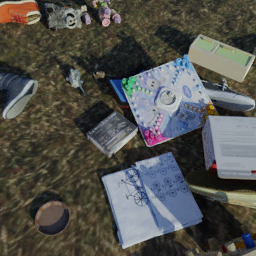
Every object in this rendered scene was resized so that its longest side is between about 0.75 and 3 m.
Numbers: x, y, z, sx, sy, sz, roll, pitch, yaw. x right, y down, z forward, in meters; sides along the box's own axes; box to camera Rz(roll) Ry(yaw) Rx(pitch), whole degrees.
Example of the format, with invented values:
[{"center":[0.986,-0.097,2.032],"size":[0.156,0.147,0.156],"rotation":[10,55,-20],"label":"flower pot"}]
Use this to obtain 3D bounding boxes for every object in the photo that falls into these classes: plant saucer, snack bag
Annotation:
[{"center":[-2.172,2.628,8.132],"size":[1.001,0.172,1.001],"rotation":[0,55,-1],"label":"plant saucer"},{"center":[0.625,2.050,8.465],"size":[2.532,0.271,2.387],"rotation":[-15,57,-10],"label":"snack bag"}]

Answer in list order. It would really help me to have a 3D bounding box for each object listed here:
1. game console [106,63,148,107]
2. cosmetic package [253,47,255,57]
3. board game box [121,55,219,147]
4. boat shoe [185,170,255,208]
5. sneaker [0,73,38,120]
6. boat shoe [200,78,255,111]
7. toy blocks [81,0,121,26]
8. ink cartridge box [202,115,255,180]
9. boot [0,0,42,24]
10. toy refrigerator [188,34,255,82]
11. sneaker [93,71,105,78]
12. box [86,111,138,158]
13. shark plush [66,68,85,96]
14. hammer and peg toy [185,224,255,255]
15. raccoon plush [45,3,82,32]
[{"center":[0.203,-1.644,10.504],"size":[1.404,0.967,1.629],"rotation":[-40,58,19],"label":"game console"},{"center":[6.134,-3.306,12.003],"size":[1.277,0.467,0.661],"rotation":[-18,58,-11],"label":"cosmetic package"},{"center":[1.429,-1.043,9.871],"size":[2.703,0.350,2.702],"rotation":[-21,73,-2],"label":"board game box"},{"center":[3.050,1.901,8.276],"size":[2.732,0.859,0.996],"rotation":[5,29,5],"label":"boat shoe"},{"center":[-4.460,-1.240,10.321],"size":[1.460,0.768,2.020],"rotation":[20,48,1],"label":"sneaker"},{"center":[3.403,-1.310,10.367],"size":[2.528,0.933,0.863],"rotation":[13,70,20],"label":"boat shoe"},{"center":[-1.149,-5.390,12.723],"size":[1.743,1.629,1.467],"rotation":[-16,54,-14],"label":"toy blocks"},{"center":[3.771,0.810,8.825],"size":[2.515,1.055,2.208],"rotation":[3,56,2],"label":"ink cartridge box"},{"center":[-5.253,-5.332,13.192],"size":[2.303,0.864,1.235],"rotation":[-23,64,-16],"label":"boot"},{"center":[3.779,-2.905,11.489],"size":[2.441,0.854,0.927],"rotation":[29,61,19],"label":"toy refrigerator"},{"center":[-1.235,-2.144,10.965],"size":[0.346,0.916,0.323],"rotation":[15,90,-31],"label":"sneaker"},{"center":[-0.539,0.178,9.691],"size":[1.132,0.345,1.429],"rotation":[38,64,23],"label":"box"},{"center":[-1.947,-1.868,11.060],"size":[0.550,0.600,1.321],"rotation":[-4,44,-41],"label":"shark plush"},{"center":[2.633,3.113,6.997],"size":[2.101,1.545,0.741],"rotation":[-17,77,-12],"label":"hammer and peg toy"},{"center":[-3.047,-5.474,13.183],"size":[1.549,1.119,2.312],"rotation":[-9,55,-16],"label":"raccoon plush"}]
